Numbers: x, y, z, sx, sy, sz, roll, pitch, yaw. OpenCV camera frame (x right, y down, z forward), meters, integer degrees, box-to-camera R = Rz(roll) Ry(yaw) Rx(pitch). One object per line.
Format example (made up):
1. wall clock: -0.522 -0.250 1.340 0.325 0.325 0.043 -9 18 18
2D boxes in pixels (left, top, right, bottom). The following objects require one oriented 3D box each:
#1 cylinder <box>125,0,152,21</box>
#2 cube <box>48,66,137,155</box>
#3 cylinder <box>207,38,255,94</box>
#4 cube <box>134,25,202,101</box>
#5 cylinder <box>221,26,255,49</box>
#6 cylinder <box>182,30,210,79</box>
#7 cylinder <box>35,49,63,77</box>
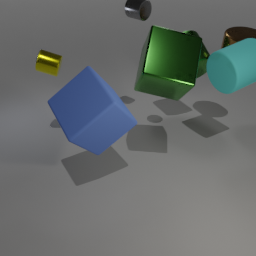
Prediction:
1. cylinder: 0.361 -4.233 9.944 0.700 0.700 0.700 30 40 33
2. cube: -0.875 -0.393 7.112 1.400 1.400 1.400 -39 60 7
3. cylinder: 3.511 -1.983 8.974 1.400 1.400 1.400 -25 36 -17
4. cube: 1.064 -1.734 7.785 1.400 1.400 1.400 13 -11 -5
5. cylinder: 4.136 -2.812 10.362 1.400 1.400 1.400 0 42 0
6. cylinder: 2.366 -2.774 10.867 1.400 1.400 1.400 -13 69 -22
7. cylinder: -2.548 -2.095 9.056 0.700 0.700 0.700 16 27 -11
